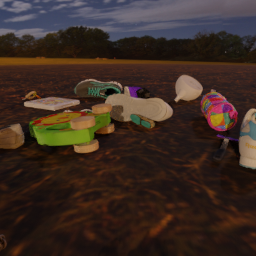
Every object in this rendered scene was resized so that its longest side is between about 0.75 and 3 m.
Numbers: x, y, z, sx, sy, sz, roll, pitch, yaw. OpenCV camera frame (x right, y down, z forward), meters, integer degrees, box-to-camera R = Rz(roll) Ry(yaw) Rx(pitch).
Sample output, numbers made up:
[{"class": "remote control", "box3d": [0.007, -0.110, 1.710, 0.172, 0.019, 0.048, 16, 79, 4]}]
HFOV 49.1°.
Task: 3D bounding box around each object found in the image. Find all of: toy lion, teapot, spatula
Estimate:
[{"class": "toy lion", "box3d": [-1.754, -0.056, 7.940, 2.437, 0.873, 2.542, -4, 15, 13]}, {"class": "teapot", "box3d": [2.845, -1.824, 13.611, 1.417, 1.035, 1.398, 12, 40, -23]}, {"class": "spatula", "box3d": [2.368, 0.459, 6.920, 0.583, 0.212, 2.062, 15, 23, 23]}]

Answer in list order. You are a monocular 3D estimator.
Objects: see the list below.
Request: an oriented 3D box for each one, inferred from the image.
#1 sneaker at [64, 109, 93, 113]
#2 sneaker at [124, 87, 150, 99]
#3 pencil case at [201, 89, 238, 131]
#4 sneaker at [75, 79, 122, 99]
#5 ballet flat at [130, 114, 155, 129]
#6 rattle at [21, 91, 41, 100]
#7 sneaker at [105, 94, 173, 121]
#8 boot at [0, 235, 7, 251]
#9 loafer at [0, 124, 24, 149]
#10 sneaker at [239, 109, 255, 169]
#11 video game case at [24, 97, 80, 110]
[{"class": "sneaker", "box3d": [-1.690, -0.327, 9.502, 1.172, 0.454, 0.534, -5, 29, 3]}, {"class": "sneaker", "box3d": [0.427, -1.507, 12.713, 1.182, 0.826, 2.376, 1, 16, -1]}, {"class": "pencil case", "box3d": [3.024, -0.632, 9.440, 1.002, 1.002, 2.267, 2, 19, 9]}, {"class": "sneaker", "box3d": [-1.432, -1.915, 14.098, 2.463, 0.955, 1.123, -4, 20, -11]}, {"class": "ballet flat", "box3d": [0.476, -0.231, 8.941, 0.332, 0.332, 0.938, -15, 32, -43]}, {"class": "rattle", "box3d": [-4.790, -1.454, 13.832, 0.756, 0.540, 0.492, -34, 2, -39]}, {"class": "sneaker", "box3d": [0.328, -0.638, 9.905, 2.505, 0.957, 1.008, 11, 4, 27]}, {"class": "boot", "box3d": [-2.216, 1.229, 3.448, 1.771, 0.704, 2.034, 7, 30, 22]}, {"class": "loafer", "box3d": [-3.632, 0.152, 7.179, 1.905, 0.665, 0.666, -1, 16, -3]}, {"class": "sneaker", "box3d": [3.257, 0.067, 6.702, 1.046, 1.104, 2.734, 5, 16, 23]}, {"class": "video game case", "box3d": [-3.357, -1.108, 12.450, 1.793, 0.205, 1.632, 9, 18, 29]}]
